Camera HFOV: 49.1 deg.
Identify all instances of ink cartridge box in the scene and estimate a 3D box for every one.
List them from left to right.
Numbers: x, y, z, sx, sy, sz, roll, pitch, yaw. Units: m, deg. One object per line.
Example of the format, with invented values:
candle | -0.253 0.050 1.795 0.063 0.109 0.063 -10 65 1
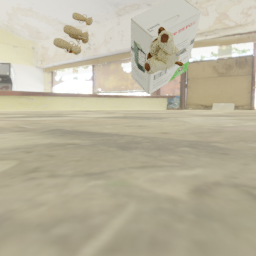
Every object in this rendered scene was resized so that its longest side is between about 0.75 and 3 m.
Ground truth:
ink cartridge box | 1.237 -2.880 10.011 2.084 1.200 2.856 -33 -25 -17

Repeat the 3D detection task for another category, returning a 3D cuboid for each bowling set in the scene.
bowling set | -1.824 -3.164 10.165 0.951 1.771 1.232 23 -20 8

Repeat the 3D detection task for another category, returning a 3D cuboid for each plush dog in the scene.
plush dog | 0.799 -1.767 6.408 0.824 1.027 0.882 8 39 -30
